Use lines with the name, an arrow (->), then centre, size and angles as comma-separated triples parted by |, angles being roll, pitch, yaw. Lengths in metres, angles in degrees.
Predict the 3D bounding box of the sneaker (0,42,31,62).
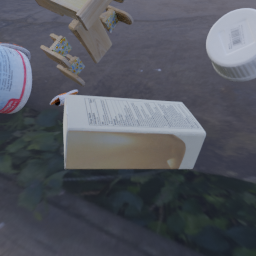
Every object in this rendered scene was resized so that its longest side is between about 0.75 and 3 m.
sneaker -> -3.261, -1.803, 6.201 | 1.973, 0.765, 1.105 | -9, 51, -35

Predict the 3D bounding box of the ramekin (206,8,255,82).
ramekin -> 3.361, -2.513, 8.384 | 2.035, 2.035, 0.992 | 32, 7, 36

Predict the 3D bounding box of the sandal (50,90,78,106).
sandal -> -1.494, -0.702, 6.784 | 0.818, 0.313, 0.234 | -30, 85, -37

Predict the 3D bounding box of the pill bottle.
pill bottle -> -1.607, -0.522, 2.572 | 0.691, 0.691, 1.271 | 31, 16, 35

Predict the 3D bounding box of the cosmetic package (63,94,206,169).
cosmetic package -> 0.028, 0.067, 4.421 | 2.040, 0.725, 1.073 | 3, 32, -14

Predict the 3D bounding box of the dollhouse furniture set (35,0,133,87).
dollhouse furniture set -> -0.876, -2.494, 6.834 | 1.664, 2.557, 2.349 | 33, 81, 25
